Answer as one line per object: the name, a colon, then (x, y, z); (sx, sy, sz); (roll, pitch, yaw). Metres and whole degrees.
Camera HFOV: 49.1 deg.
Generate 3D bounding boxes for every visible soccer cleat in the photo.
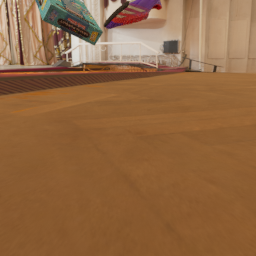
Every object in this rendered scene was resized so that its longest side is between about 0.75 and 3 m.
soccer cleat: (0.183, -3.442, 8.368); (2.044, 0.748, 0.697); (-41, 18, -17)

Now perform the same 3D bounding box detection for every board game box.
board game box: (-1.860, -3.509, 8.366); (1.670, 0.519, 2.212); (16, 34, -39)
